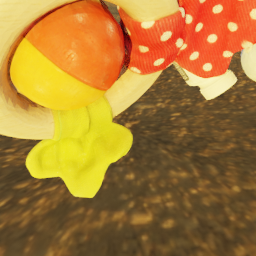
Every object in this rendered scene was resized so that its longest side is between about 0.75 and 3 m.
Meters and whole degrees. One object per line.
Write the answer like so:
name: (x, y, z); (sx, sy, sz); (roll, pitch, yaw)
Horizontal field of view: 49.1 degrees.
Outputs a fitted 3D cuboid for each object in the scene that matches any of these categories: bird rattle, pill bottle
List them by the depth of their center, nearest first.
bird rattle: (-0.141, -0.389, 1.782); (1.705, 2.091, 1.178); (11, 51, -57)
pill bottle: (1.160, -1.225, 4.702); (0.807, 1.458, 0.807); (-36, 6, 4)

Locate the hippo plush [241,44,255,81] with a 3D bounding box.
hippo plush: (2.494, -1.223, 3.699); (2.225, 1.772, 1.789); (-6, 53, 42)
